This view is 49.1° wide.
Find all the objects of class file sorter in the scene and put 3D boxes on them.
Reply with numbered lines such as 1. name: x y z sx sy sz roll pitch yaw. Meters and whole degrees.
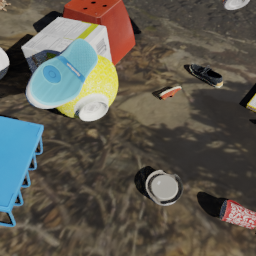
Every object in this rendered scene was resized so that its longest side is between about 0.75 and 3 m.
1. file sorter: -3.628 1.187 7.868 1.803 1.594 2.598 12 52 -4

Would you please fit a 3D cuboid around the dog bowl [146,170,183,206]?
1. dog bowl: 1.067 1.791 8.313 1.095 0.321 1.095 0 51 0

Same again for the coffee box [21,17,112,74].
1. coffee box: -2.105 -2.446 10.401 2.175 2.196 2.199 18 53 20

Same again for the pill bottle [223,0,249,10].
1. pill bottle: 3.485 -4.792 9.272 0.836 0.836 1.469 -4 78 -4

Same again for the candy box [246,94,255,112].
1. candy box: 5.303 -1.118 10.691 0.880 0.227 1.721 32 58 26

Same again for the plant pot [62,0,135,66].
1. plant pot: -1.356 -4.281 11.925 2.563 2.259 2.561 25 56 18

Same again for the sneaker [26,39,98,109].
1. sneaker: -1.881 -1.061 6.964 1.048 1.721 2.636 50 39 -16

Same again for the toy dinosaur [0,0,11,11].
1. toy dinosaur: -6.766 -6.567 14.946 0.697 0.441 1.028 6 64 14

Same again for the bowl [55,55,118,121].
1. bowl: -1.349 -1.044 9.274 2.510 2.510 1.350 -18 60 -14

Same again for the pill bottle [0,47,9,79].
1. pill bottle: -6.290 -3.236 11.464 1.657 1.657 2.977 -34 59 -24

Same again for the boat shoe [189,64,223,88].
1. boat shoe: 3.205 -2.251 11.429 0.603 0.503 1.616 -34 57 -22

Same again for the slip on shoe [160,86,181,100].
1. slip on shoe: 1.670 -1.347 10.849 1.010 0.374 0.309 -27 89 -26

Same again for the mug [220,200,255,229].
1. mug: 3.069 2.331 7.745 0.851 0.568 0.756 18 55 10
